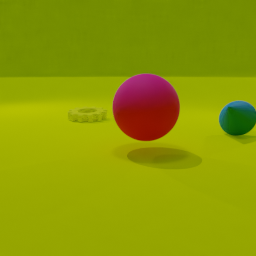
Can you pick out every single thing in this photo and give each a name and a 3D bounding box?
[{"bbox_3d":[0.364,-0.411,5.693,1.365,1.365,1.365,0,11,0],"label":"ball"},{"bbox_3d":[2.639,-0.381,7.018,0.966,0.966,0.970,8,-10,35],"label":"cone"},{"bbox_3d":[-1.418,-0.491,9.853,1.350,0.250,1.350,0,17,0],"label":"gear"}]
